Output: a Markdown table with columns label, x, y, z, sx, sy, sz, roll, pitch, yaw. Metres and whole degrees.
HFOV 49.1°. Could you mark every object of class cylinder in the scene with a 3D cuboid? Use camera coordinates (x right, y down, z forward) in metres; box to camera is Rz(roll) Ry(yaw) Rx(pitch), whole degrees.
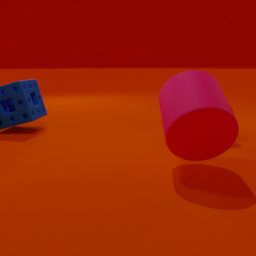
| label | x | y | z | sx | sy | sz | roll | pitch | yaw |
| --- | --- | --- | --- | --- | --- | --- | --- | --- | --- |
| cylinder | 1.188 | -0.226 | 4.959 | 1.178 | 1.178 | 1.178 | 0 | 41 | -1 |

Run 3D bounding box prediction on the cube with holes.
| label | x | y | z | sx | sy | sz | roll | pitch | yaw |
| --- | --- | --- | --- | --- | --- | --- | --- | --- | --- |
| cube with holes | -3.239 | -0.703 | 8.168 | 1.135 | 1.135 | 1.135 | -14 | 10 | 7 |

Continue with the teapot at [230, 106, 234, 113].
| label | x | y | z | sx | sy | sz | roll | pitch | yaw |
| --- | --- | --- | --- | --- | --- | --- | --- | --- | --- |
| teapot | 2.176 | -0.219 | 7.103 | 0.749 | 0.951 | 1.530 | 0 | 56 | -38 |
